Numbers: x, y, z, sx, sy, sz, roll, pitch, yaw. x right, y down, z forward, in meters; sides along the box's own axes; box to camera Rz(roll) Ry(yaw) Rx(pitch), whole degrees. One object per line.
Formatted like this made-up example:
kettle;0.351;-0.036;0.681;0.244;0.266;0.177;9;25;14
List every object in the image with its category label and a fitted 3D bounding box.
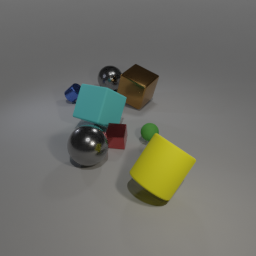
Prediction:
cylinder;0.986;1.097;8.036;1.400;1.400;1.400;33;2;-2
cube;-1.143;-0.865;11.432;1.400;1.400;1.400;14;-2;33
cylinder;-2.701;-1.769;14.020;0.700;0.700;0.700;-31;11;34
cube;0.457;-2.012;13.632;1.400;1.400;1.400;30;46;15
ball;0.830;0.154;10.679;0.700;0.700;0.700;0;29;0
ball;-1.349;0.588;9.504;1.400;1.400;1.400;0;29;0
cube;-0.427;0.307;10.549;0.700;0.700;0.700;5;50;8
ball;-0.976;-2.726;15.425;1.400;1.400;1.400;0;29;0
